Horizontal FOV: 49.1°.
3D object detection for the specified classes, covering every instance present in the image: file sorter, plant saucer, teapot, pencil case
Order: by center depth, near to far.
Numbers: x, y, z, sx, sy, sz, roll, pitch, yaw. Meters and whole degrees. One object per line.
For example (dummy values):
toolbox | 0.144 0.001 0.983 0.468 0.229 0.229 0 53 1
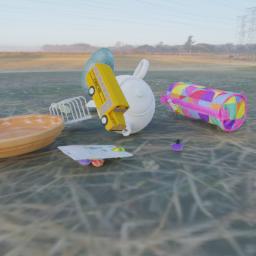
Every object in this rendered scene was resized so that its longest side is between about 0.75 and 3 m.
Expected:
plant saucer | -2.519 0.150 6.059 2.305 0.431 2.305 -5 15 1
teapot | 0.073 -0.757 7.475 1.740 1.763 1.287 -23 -7 -28
plant saucer | -0.745 -1.529 7.813 0.268 1.393 1.393 30 26 22
file sorter | -1.648 -0.443 7.850 0.734 0.659 1.058 -18 5 -36
pencil case | 2.326 -0.750 8.899 1.242 1.242 2.810 -8 17 -29

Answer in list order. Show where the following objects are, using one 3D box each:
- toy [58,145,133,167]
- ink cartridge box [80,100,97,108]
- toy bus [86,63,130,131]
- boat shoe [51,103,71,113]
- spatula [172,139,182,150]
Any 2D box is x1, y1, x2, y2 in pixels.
toy | -0.638 0.570 5.552 1.311 0.309 0.755 -3 15 -38
ink cartridge box | -1.137 -0.908 10.874 0.992 0.348 1.221 2 7 -43
toy bus | -0.371 -0.584 5.381 0.428 1.315 0.515 6 -39 -48
boat shoe | -2.563 -0.766 10.674 0.770 0.274 0.241 19 -6 -14
spatula | 1.183 0.390 6.713 0.241 0.088 0.853 -2 9 12
